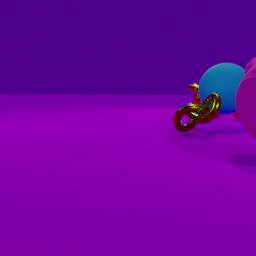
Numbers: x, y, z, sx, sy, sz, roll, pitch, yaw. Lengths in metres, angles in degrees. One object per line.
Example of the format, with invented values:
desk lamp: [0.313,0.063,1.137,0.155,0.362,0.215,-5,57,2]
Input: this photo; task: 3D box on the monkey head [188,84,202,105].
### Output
monkey head: [2.925,-1.159,11.246,1.712,1.032,1.232,-23,42,-20]

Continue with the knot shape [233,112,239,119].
knot shape: [4.120,-0.602,9.398,1.128,0.557,1.205,-24,10,31]

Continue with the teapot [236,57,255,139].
teapot: [2.202,-0.426,4.055,0.966,1.973,1.227,-13,-26,-11]

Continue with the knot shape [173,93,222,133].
knot shape: [1.626,-0.342,6.306,1.175,0.543,1.100,-28,-6,28]

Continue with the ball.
ball: [2.575,-1.037,7.460,1.351,1.351,1.351,0,7,0]
